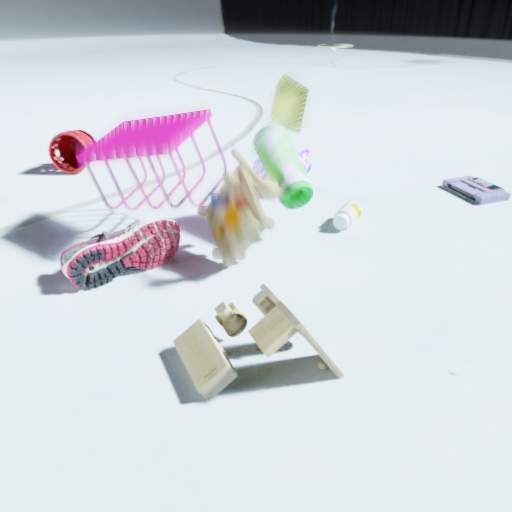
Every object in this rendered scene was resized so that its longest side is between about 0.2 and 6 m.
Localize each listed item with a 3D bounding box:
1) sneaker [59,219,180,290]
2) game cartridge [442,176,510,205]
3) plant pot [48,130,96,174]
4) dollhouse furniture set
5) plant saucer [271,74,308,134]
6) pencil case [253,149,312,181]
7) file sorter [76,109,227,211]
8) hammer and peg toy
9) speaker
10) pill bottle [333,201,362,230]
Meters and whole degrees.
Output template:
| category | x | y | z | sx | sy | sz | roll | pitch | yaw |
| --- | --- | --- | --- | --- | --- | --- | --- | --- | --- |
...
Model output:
| category | x | y | z | sx | sy | sz | roll | pitch | yaw |
| --- | --- | --- | --- | --- | --- | --- | --- | --- | --- |
| sneaker | -2.428 | -0.193 | 10.205 | 2.302 | 0.928 | 0.860 | -19 | 31 | -32 |
| game cartridge | 5.393 | -1.645 | 13.752 | 0.920 | 0.272 | 1.419 | -15 | 30 | -18 |
| plant pot | -4.907 | -2.892 | 15.222 | 1.113 | 1.113 | 1.014 | 4 | 23 | 8 |
| dollhouse furniture set | 0.003 | 1.413 | 7.800 | 1.561 | 1.272 | 1.484 | -41 | 35 | -1 |
| plant saucer | 0.581 | -2.798 | 10.376 | 0.211 | 0.882 | 0.883 | 14 | 3 | 36 |
| pencil case | 0.683 | -2.355 | 14.607 | 1.635 | 0.699 | 0.686 | -16 | 36 | -30 |
| file sorter | -1.996 | -1.835 | 11.268 | 2.312 | 1.450 | 1.606 | 1 | 38 | 30 |
| hammer and peg toy | -0.248 | -0.914 | 10.084 | 0.691 | 1.959 | 1.441 | 2 | 53 | -38 |
| speaker | 0.531 | -1.817 | 11.379 | 0.790 | 0.790 | 1.787 | -10 | 56 | -19 |
| pill bottle | 1.939 | -0.848 | 11.982 | 0.437 | 0.437 | 0.787 | 14 | 31 | 26 |
